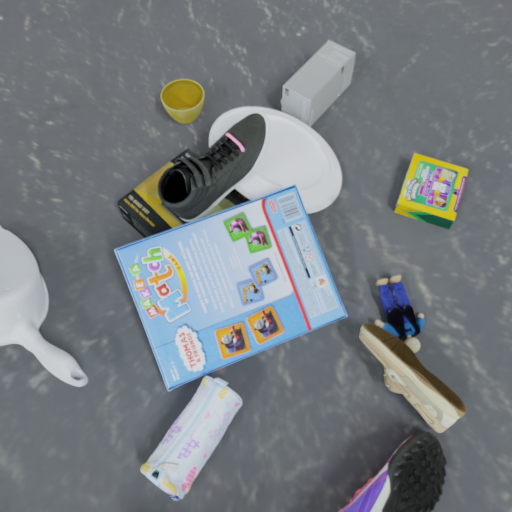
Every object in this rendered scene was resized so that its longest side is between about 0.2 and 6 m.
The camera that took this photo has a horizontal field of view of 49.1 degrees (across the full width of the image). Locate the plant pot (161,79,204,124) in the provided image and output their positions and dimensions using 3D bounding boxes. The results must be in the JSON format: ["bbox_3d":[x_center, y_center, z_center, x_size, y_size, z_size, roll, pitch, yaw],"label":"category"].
[{"bbox_3d":[-1.483,-3.099,11.562,0.877,0.623,0.877,0,61,1],"label":"plant pot"}]

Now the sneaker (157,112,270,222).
[{"bbox_3d":[-0.687,-1.489,9.132,0.810,1.136,2.291,46,101,14],"label":"sneaker"}]

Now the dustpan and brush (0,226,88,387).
[{"bbox_3d":[-3.993,0.902,8.908,3.525,1.009,2.460,25,35,22],"label":"dustpan and brush"}]

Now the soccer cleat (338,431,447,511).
[{"bbox_3d":[1.666,3.527,7.785,2.868,1.049,0.978,-41,100,-36],"label":"soccer cleat"}]

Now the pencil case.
[{"bbox_3d":[-0.939,2.643,8.267,0.727,0.794,1.750,19,61,36],"label":"pencil case"}]

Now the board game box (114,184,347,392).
[{"bbox_3d":[-0.389,0.469,9.120,3.123,0.571,2.362,-21,88,-12],"label":"board game box"}]

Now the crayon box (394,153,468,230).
[{"bbox_3d":[3.336,-1.239,10.668,1.073,0.362,1.243,19,66,11],"label":"crayon box"}]

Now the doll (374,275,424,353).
[{"bbox_3d":[2.413,1.015,9.463,0.902,0.320,1.322,-11,68,-15],"label":"doll"}]

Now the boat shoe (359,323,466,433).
[{"bbox_3d":[2.274,1.872,8.663,1.959,0.707,0.636,43,113,15],"label":"boat shoe"}]

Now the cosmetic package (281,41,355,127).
[{"bbox_3d":[1.280,-3.546,11.647,0.776,0.919,1.720,31,67,16],"label":"cosmetic package"}]

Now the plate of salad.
[{"bbox_3d":[0.356,-1.782,10.586,2.679,0.643,2.679,12,53,-17],"label":"plate of salad"}]

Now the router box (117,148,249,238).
[{"bbox_3d":[-1.110,-0.718,10.255,2.261,0.591,1.778,40,68,19],"label":"router box"}]
